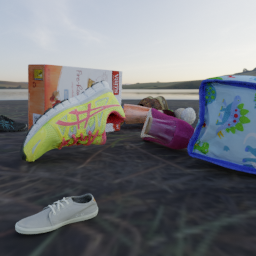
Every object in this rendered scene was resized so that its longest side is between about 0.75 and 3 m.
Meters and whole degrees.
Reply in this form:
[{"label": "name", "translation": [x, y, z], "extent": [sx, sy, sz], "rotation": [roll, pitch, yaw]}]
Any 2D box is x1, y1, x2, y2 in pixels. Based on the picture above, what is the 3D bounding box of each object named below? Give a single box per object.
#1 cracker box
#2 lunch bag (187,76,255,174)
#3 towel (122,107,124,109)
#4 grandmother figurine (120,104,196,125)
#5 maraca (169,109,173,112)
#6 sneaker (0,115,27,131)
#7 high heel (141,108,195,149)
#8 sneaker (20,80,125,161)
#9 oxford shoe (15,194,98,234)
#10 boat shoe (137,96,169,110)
[{"label": "cracker box", "translation": [-1.379, -0.762, 8.009], "extent": [0.820, 1.905, 2.844], "rotation": [10, 12, 38]}, {"label": "lunch bag", "translation": [2.524, -0.071, 4.577], "extent": [2.507, 1.598, 2.132], "rotation": [16, 16, 26]}, {"label": "towel", "translation": [-0.771, -0.659, 12.752], "extent": [2.232, 0.542, 1.246], "rotation": [-7, 10, -37]}, {"label": "grandmother figurine", "translation": [1.005, -0.418, 9.717], "extent": [2.648, 0.802, 1.606], "rotation": [1, 0, 4]}, {"label": "maraca", "translation": [1.504, -0.734, 13.070], "extent": [1.125, 0.602, 0.772], "rotation": [1, 26, 16]}, {"label": "sneaker", "translation": [-3.892, -0.146, 8.879], "extent": [1.298, 0.514, 0.489], "rotation": [-1, 6, -18]}, {"label": "high heel", "translation": [1.010, 0.034, 6.835], "extent": [1.214, 0.853, 2.531], "rotation": [18, -1, 0]}, {"label": "sneaker", "translation": [-0.933, -0.008, 5.439], "extent": [2.402, 1.085, 0.939], "rotation": [-39, -2, -33]}, {"label": "oxford shoe", "translation": [-0.654, 0.793, 2.654], "extent": [0.800, 0.231, 0.301], "rotation": [-7, 13, -33]}, {"label": "boat shoe", "translation": [0.713, -0.744, 11.454], "extent": [0.939, 1.001, 2.780], "rotation": [-17, 4, -13]}]
